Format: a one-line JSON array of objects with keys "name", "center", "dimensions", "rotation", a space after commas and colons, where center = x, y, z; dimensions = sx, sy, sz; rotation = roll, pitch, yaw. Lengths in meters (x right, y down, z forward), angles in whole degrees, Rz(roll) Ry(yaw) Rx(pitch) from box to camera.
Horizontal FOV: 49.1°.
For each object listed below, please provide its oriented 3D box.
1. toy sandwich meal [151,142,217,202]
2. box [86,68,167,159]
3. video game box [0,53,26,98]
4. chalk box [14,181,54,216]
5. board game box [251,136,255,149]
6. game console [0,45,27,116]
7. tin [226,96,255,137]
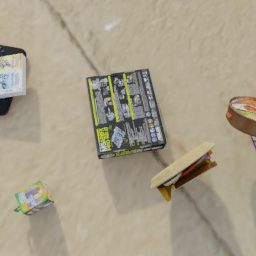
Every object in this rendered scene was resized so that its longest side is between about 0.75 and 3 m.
[{"name": "toy sandwich meal", "center": [1.304, 0.978, 6.177], "dimensions": [1.876, 1.876, 0.642], "rotation": [-34, 81, -9]}, {"name": "box", "center": [-0.089, -0.409, 7.263], "dimensions": [1.741, 0.481, 2.173], "rotation": [-10, 71, -5]}, {"name": "video game box", "center": [-3.257, -1.366, 7.457], "dimensions": [1.035, 0.266, 1.137], "rotation": [-8, 74, 2]}, {"name": "chalk box", "center": [-2.284, 1.711, 6.615], "dimensions": [0.842, 0.524, 0.521], "rotation": [-27, 70, -10]}, {"name": "board game box", "center": [3.671, 0.203, 7.300], "dimensions": [0.861, 0.139, 0.517], "rotation": [-15, 71, 3]}, {"name": "game console", "center": [-3.902, -1.558, 7.296], "dimensions": [1.766, 1.216, 2.050], "rotation": [11, 74, 3]}, {"name": "tin", "center": [3.371, -0.161, 6.211], "dimensions": [2.349, 1.315, 0.492], "rotation": [10, 117, 4]}]
